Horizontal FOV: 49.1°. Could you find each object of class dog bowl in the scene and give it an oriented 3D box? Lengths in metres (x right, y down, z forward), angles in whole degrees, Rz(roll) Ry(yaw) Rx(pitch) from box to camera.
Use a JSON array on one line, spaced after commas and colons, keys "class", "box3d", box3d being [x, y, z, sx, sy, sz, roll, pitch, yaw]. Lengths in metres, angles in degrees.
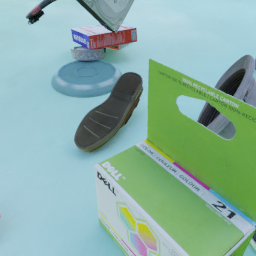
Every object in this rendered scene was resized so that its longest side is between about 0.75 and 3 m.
[{"class": "dog bowl", "box3d": [-1.491, -2.848, 10.626, 1.379, 0.404, 1.379, 0, 22, 0]}]

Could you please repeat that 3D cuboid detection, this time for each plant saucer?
[{"class": "plant saucer", "box3d": [-1.406, -1.833, 9.699, 2.505, 0.343, 2.505, 1, 36, 0]}]

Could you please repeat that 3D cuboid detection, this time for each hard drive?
[{"class": "hard drive", "box3d": [-0.707, -4.395, 8.169, 0.557, 2.056, 2.943, 31, 3, 29]}]

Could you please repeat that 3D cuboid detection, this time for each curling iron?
[{"class": "curling iron", "box3d": [-2.433, -4.427, 9.368, 2.616, 0.334, 0.649, -43, 17, 2]}]

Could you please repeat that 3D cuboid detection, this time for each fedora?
[{"class": "fedora", "box3d": [2.647, -0.482, 6.819, 1.077, 2.110, 2.386, 33, 60, -3]}]

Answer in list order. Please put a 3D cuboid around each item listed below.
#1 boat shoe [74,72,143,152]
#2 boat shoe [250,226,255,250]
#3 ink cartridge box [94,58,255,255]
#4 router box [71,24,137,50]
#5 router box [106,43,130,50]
[{"class": "boat shoe", "box3d": [-0.354, -0.283, 7.248, 0.913, 0.863, 2.538, 31, 66, 21]}, {"class": "boat shoe", "box3d": [2.750, 1.981, 4.217, 1.039, 0.858, 2.774, -10, 38, -13]}, {"class": "ink cartridge box", "box3d": [0.544, 0.871, 3.916, 1.131, 2.986, 2.207, -25, 44, -30]}, {"class": "router box", "box3d": [-0.994, -3.697, 11.106, 1.955, 0.532, 2.178, -17, 31, -21]}, {"class": "router box", "box3d": [-0.590, -3.953, 12.472, 1.271, 0.346, 1.416, 18, 41, 22]}]
